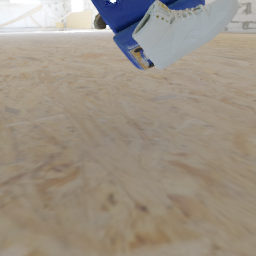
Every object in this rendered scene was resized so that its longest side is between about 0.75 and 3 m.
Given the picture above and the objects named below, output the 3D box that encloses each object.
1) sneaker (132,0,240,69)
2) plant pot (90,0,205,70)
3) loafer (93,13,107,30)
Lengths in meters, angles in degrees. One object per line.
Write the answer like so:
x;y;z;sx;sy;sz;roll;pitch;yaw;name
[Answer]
0.944;-1.917;4.939;1.816;1.049;0.669;-34;36;24;sneaker
0.601;-3.106;7.321;2.608;2.344;2.607;-24;-9;12;plant pot
-1.001;-3.860;10.099;0.452;0.500;1.323;-8;35;23;loafer
